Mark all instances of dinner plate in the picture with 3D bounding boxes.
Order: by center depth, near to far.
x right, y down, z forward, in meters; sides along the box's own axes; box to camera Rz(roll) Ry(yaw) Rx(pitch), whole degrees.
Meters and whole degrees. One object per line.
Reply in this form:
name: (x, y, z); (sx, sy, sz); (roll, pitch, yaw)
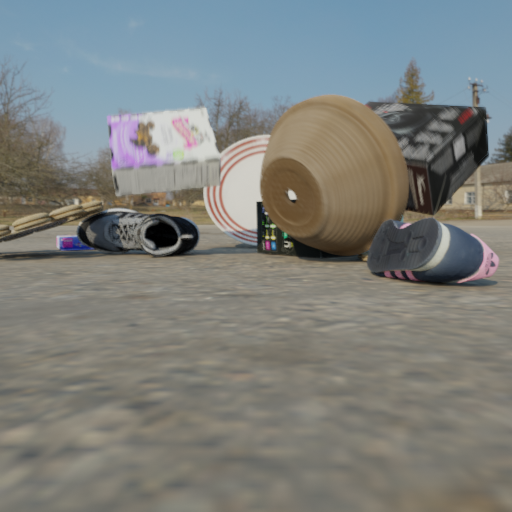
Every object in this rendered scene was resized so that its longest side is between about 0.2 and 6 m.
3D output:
dinner plate: (0.282, -1.670, 14.384); (3.248, 3.248, 0.394); (0, -22, 5)

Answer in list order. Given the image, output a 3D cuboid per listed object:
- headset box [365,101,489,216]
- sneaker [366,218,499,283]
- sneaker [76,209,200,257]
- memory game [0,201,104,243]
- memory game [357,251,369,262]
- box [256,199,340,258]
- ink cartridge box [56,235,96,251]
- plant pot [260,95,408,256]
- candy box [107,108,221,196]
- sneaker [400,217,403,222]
headset box: (2.544, -1.951, 10.535); (2.793, 1.079, 2.079); (16, 48, 43)
sneaker: (2.102, 0.024, 7.043); (0.942, 0.806, 2.296); (20, 2, -7)
sneaker: (-2.415, -0.481, 11.198); (2.525, 0.953, 1.437); (2, 2, -4)
memory game: (-4.527, -0.540, 10.904); (3.260, 0.208, 3.260); (-17, 6, 2)
memory game: (2.924, 0.031, 9.908); (2.242, 0.143, 2.242); (1, 3, 0)
box: (1.074, -0.602, 11.508); (1.363, 1.140, 1.835); (-6, 7, -41)
ink cartridge box: (-4.314, -0.332, 13.747); (1.046, 0.368, 1.753); (-2, 6, -22)
plant pot: (0.974, -1.152, 9.194); (2.747, 2.747, 1.268); (4, 24, 46)
candy box: (-1.622, -1.852, 9.813); (1.808, 0.647, 1.517); (-8, 49, -11)
sneaker: (3.099, -0.884, 15.135); (2.090, 1.232, 0.769); (-3, 7, -27)
